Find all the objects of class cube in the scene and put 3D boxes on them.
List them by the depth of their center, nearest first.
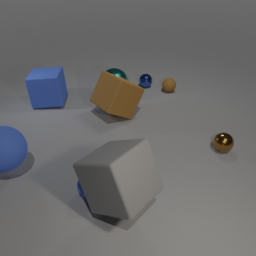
[{"bbox_3d":[-0.214,1.190,6.895,1.400,1.400,1.400,-7,18,44],"label":"cube"},{"bbox_3d":[-0.457,-1.363,11.623,1.400,1.400,1.400,13,16,-45],"label":"cube"},{"bbox_3d":[-3.641,-1.850,12.708,1.400,1.400,1.400,-4,31,0],"label":"cube"}]

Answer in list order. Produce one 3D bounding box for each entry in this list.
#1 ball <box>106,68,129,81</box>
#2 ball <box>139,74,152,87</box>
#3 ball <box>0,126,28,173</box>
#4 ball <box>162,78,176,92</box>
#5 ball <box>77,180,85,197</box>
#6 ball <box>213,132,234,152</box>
[{"bbox_3d":[-0.655,-2.155,13.382,1.400,1.400,1.400,0,32,0],"label":"ball"},{"bbox_3d":[0.917,-2.461,14.511,0.700,0.700,0.700,0,32,0],"label":"ball"},{"bbox_3d":[-3.754,0.628,8.406,1.400,1.400,1.400,0,32,0],"label":"ball"},{"bbox_3d":[2.055,-2.156,14.005,0.700,0.700,0.700,0,32,0],"label":"ball"},{"bbox_3d":[-1.093,1.627,7.958,0.700,0.700,0.700,0,32,0],"label":"ball"},{"bbox_3d":[3.325,0.501,9.754,0.700,0.700,0.700,0,32,0],"label":"ball"}]
